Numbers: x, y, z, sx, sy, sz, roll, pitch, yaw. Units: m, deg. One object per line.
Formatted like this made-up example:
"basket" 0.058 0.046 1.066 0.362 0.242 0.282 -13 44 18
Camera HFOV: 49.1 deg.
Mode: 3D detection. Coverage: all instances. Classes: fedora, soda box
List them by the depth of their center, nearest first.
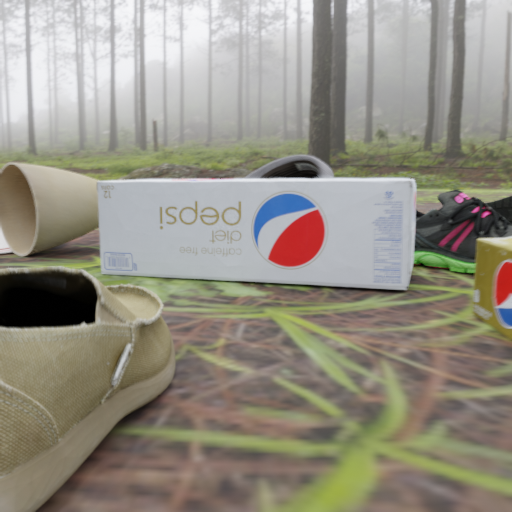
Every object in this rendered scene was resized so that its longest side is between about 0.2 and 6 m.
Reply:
"soda box" 2.842 0.426 4.962 0.849 0.898 2.652 0 9 -1
"soda box" -0.006 -0.443 8.662 4.721 1.503 1.608 3 9 17
"fedora" 0.766 -1.316 13.922 2.624 1.185 2.321 -28 44 7

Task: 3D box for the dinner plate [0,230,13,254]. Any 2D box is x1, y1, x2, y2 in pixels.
"dinner plate" -5.555 -0.749 11.814 2.882 0.349 2.882 9 31 -5

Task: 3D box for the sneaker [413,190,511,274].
"sneaker" 3.445 -0.416 9.126 3.095 1.296 1.188 7 11 39

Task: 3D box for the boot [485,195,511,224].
"boot" 5.907 -0.899 13.329 2.921 1.131 2.020 4 5 18

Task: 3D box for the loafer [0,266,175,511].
"loafer" -1.240 0.554 3.647 1.174 1.041 3.087 0 9 2

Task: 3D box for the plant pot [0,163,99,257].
"plant pot" -3.851 -0.986 11.099 1.752 1.752 1.871 8 14 43
